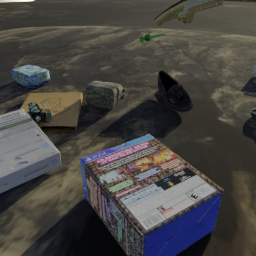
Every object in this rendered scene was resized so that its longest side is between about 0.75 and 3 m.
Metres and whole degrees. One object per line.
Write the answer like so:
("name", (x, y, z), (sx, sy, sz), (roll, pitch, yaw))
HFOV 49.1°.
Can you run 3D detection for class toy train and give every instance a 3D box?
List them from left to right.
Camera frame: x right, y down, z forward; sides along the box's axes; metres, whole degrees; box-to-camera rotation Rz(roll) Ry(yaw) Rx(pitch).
("toy train", (-3.293, -0.596, 10.357), (0.707, 0.528, 1.240), (-3, 27, -30))

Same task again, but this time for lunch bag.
("lunch bag", (-4.851, -2.636, 14.073), (1.736, 0.716, 1.395), (22, 39, 32))
("lunch bag", (-0.969, -1.508, 11.942), (1.417, 0.987, 1.188), (12, 34, 17))

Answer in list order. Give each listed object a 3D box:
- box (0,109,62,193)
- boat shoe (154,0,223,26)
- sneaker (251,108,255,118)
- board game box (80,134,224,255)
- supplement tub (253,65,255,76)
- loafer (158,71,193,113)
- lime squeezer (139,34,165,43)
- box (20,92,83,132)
("box", (-3.704, 0.591, 8.557), (2.251, 0.594, 2.887), (-24, 43, -31))
("boat shoe", (2.190, -4.273, 10.203), (2.554, 0.848, 0.945), (-19, 23, 27))
("sneaker", (5.445, -0.555, 10.928), (1.202, 0.466, 0.479), (23, 29, 33))
("board game box", (0.422, 1.548, 6.593), (2.117, 1.286, 2.656), (-18, 36, -27))
("supplement tub", (7.084, -2.965, 14.694), (0.874, 0.632, 0.632), (23, 38, 32))
("loafer", (1.884, -1.612, 12.023), (0.944, 0.827, 2.625), (-25, 39, -3))
("lime squeezer", (0.796, -3.568, 11.269), (0.539, 0.288, 1.525), (5, 0, -33))
("box", (-3.127, -0.715, 11.297), (2.394, 0.312, 2.929), (-2, 31, -2))
